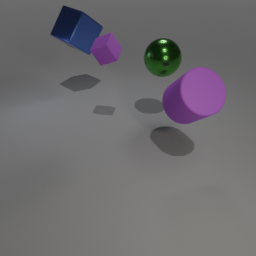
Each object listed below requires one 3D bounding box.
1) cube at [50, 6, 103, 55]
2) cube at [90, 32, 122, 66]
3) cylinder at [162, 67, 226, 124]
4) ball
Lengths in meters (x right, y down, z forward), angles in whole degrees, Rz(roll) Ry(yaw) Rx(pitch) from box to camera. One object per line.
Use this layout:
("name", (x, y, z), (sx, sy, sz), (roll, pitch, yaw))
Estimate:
("cube", (-2.256, -4.293, 12.366), (1.400, 1.400, 1.400), (31, 8, 33))
("cube", (-0.733, -2.663, 9.485), (0.700, 0.700, 0.700), (-9, 48, 29))
("cylinder", (1.910, -0.908, 8.302), (1.400, 1.400, 1.400), (-10, -6, -16))
("ball", (1.282, -2.599, 10.381), (1.400, 1.400, 1.400), (0, 32, 0))
